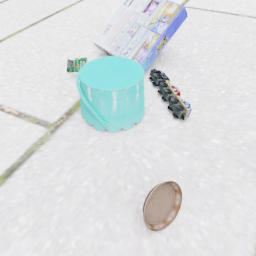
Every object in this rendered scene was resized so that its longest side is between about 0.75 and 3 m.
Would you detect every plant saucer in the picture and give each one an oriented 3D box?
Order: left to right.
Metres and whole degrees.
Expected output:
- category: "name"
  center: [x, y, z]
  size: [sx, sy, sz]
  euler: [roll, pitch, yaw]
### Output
- category: "plant saucer"
  center: [0.645, 1.486, 5.431]
  size: [1.032, 1.032, 0.178]
  euler: [-30, 30, -29]

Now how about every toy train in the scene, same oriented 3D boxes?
- category: "toy train"
  center: [1.316, -1.094, 8.749]
  size: [0.597, 0.445, 2.609]
  euler: [2, 39, -22]

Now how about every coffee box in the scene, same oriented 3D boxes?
- category: "coffee box"
  center: [-1.729, -2.166, 9.626]
  size: [0.766, 0.471, 0.168]
  euler: [-15, 38, -40]

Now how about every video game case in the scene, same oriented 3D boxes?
- category: "video game case"
  center: [0.391, -3.568, 10.193]
  size: [2.429, 0.609, 2.679]
  euler: [38, 92, 31]

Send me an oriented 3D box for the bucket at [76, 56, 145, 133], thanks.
- category: "bucket"
  center: [-0.456, -1.028, 7.967]
  size: [2.079, 1.353, 2.079]
  euler: [0, 41, 0]
